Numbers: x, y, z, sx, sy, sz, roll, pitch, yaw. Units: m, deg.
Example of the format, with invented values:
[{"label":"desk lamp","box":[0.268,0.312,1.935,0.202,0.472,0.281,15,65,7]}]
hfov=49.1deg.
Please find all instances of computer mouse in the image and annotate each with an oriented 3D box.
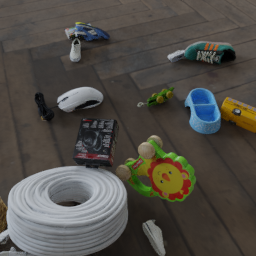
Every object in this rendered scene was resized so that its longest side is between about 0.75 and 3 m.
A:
[{"label":"computer mouse","box":[-2.143,-1.072,10.357,2.473,0.542,1.356,-17,51,-14]}]

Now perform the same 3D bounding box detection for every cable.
[{"label":"cable","box":[-1.428,1.859,6.857,2.876,0.996,2.876,2,20,-1]}]

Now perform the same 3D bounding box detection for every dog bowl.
[{"label":"dog bowl","box":[2.705,-0.684,10.075,1.084,0.482,1.946,-3,49,-2]}]

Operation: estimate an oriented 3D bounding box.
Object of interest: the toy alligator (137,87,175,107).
[{"label":"toy alligator","box":[1.092,-1.049,10.479,1.598,0.384,0.530,-26,28,-9]}]

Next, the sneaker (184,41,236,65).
[{"label":"sneaker","box":[3.548,-3.165,11.958,2.229,0.796,0.891,-6,46,-7]}]

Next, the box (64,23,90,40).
[{"label":"box","box":[-2.367,-4.720,13.649,1.289,0.224,0.709,-21,53,-17]}]

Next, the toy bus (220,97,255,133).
[{"label":"toy bus","box":[4.137,-0.378,9.748,1.817,0.591,0.711,27,54,21]}]

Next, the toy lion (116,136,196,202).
[{"label":"toy lion","box":[0.797,1.252,7.442,1.774,1.850,0.635,48,39,7]}]

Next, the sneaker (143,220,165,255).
[{"label":"sneaker","box":[0.743,2.810,7.226,0.383,0.364,0.952,-14,52,-24]}]

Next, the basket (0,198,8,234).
[{"label":"basket","box":[-3.765,2.451,7.071,0.977,1.020,1.369,7,51,6]}]

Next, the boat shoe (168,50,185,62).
[{"label":"boat shoe","box":[2.274,-3.245,12.275,1.151,0.423,0.376,-20,52,-21]}]

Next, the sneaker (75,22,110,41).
[{"label":"sneaker","box":[-1.694,-4.440,13.219,1.683,0.692,0.622,14,20,-11]}]

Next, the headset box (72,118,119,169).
[{"label":"headset box","box":[-0.888,0.455,7.847,1.049,0.544,1.410,2,62,10]}]

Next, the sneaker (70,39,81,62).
[{"label":"sneaker","box":[-2.350,-3.465,12.424,0.487,0.472,1.333,-5,50,-4]}]
